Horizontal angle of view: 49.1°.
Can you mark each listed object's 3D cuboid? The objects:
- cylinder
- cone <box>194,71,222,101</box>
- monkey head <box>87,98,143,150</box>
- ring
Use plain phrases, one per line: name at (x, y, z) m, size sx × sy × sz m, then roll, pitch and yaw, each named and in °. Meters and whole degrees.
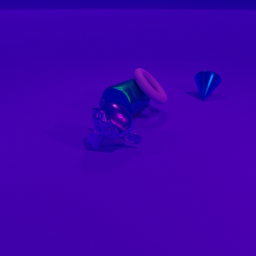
cylinder at (-0.054, -0.807, 8.036) m, size 1.045 × 1.045 × 1.045 m, roll 16°, pitch 30°, yaw 31°
cone at (2.668, -1.304, 9.657) m, size 0.941 × 0.941 × 0.944 m, roll 9°, pitch 63°, yaw 19°
monkey head at (-0.422, -0.024, 6.478) m, size 1.515 × 1.090 × 0.913 m, roll 45°, pitch 29°, yaw 19°
ring at (0.660, -1.219, 8.165) m, size 1.296 × 0.259 × 1.296 m, roll 40°, pitch 24°, yaw -21°
